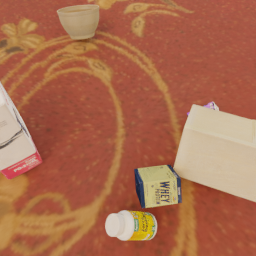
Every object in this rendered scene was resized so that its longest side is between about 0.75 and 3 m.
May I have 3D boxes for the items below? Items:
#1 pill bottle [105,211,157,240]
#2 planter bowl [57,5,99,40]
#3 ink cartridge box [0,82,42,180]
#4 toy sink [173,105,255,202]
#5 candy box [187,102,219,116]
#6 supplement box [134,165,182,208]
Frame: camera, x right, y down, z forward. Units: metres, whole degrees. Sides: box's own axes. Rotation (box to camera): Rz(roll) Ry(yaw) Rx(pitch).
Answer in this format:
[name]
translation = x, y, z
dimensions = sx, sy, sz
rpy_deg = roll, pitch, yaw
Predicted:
[pill bottle]
translation = 0.070, 2.170, 6.239
dimensions = 1.111, 0.627, 0.627
rpy_deg = 19, 40, -39
[planter bowl]
translation = -1.863, -4.109, 10.954
dimensions = 1.601, 1.077, 1.601
rpy_deg = -3, 32, 2
[ink cartridge box]
translation = -3.334, -0.161, 7.119
dimensions = 1.073, 2.545, 1.842
rpy_deg = -28, 56, -15
[toy sink]
translation = 2.520, 0.585, 7.075
dimensions = 2.363, 1.540, 1.324
rpy_deg = 16, 36, 14
[candy box]
translation = 2.259, -0.123, 8.207
dimensions = 0.879, 0.375, 1.048
rpy_deg = -26, 46, 30
[supplement box]
translation = 0.707, 1.401, 6.867
dimensions = 0.966, 0.649, 0.967
rpy_deg = -6, 13, -6
